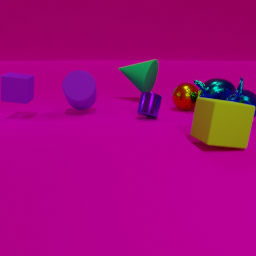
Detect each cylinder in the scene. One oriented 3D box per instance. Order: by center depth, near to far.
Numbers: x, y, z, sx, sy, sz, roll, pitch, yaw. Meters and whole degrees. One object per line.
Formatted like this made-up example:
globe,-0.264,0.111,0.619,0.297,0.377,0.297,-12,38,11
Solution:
cylinder,0.693,-0.740,9.047,0.702,0.702,0.702,12,-4,1
cylinder,-1.667,-1.303,9.845,1.119,1.119,1.119,-1,-11,-5

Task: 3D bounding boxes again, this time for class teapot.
teapot,3.472,-0.786,8.448,0.997,1.603,0.785,10,56,38
teapot,3.024,-1.125,9.613,2.083,1.295,1.020,24,28,-30

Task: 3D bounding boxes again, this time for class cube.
cube,2.097,-0.135,6.332,0.947,0.947,0.947,6,10,-12
cube,-3.531,-1.290,8.999,0.819,0.819,0.819,6,17,-6

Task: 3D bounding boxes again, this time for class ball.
ball,2.146,-1.154,10.363,1.023,1.023,1.023,0,15,0

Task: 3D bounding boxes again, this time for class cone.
cone,0.283,-2.419,12.378,1.630,1.624,1.624,20,21,18
